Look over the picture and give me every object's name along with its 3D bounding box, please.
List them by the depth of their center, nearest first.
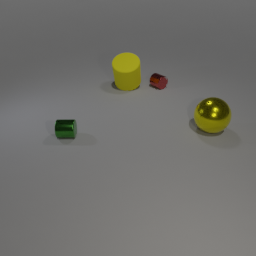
[{"bbox_3d":[-2.350,0.020,10.637,0.700,0.700,0.700,0,31,1],"label":"cylinder"},{"bbox_3d":[3.254,-0.491,10.809,1.400,1.400,1.400,0,31,0],"label":"ball"},{"bbox_3d":[-0.053,-2.863,14.315,1.400,1.400,1.400,-2,57,4],"label":"cylinder"},{"bbox_3d":[1.612,-2.466,14.723,0.700,0.700,0.700,-22,37,-31],"label":"cylinder"}]
